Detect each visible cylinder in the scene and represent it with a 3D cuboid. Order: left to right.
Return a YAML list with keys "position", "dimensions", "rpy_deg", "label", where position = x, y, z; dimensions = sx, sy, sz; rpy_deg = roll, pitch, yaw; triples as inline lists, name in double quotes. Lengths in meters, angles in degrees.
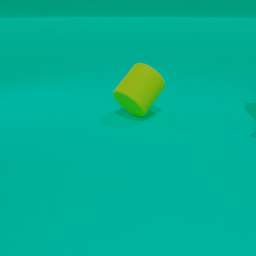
- position: [0.302, -1.018, 7.581]
  dimensions: [1.042, 1.042, 1.042]
  rpy_deg: [23, 70, 42]
  label: "cylinder"
